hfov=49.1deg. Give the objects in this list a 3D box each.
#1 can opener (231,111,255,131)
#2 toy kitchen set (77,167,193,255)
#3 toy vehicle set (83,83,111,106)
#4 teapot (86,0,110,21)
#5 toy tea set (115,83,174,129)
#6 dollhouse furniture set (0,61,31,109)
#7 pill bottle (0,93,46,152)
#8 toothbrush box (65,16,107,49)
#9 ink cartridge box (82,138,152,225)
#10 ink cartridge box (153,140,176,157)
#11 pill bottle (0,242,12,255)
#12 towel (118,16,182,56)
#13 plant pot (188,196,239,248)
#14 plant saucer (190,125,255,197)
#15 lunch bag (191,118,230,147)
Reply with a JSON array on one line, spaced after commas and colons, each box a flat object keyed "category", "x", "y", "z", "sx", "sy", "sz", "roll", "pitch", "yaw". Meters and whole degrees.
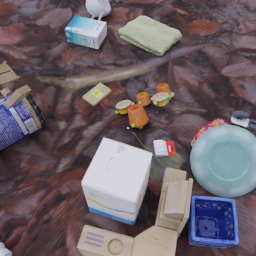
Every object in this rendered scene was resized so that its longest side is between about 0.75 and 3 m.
[{"category": "can opener", "x": 4.745, "y": -0.203, "z": 10.601, "sx": 1.639, "sy": 0.548, "sz": 0.437, "roll": 19, "pitch": 58, "yaw": 13}, {"category": "toy kitchen set", "x": 0.272, "y": 2.223, "z": 7.850, "sx": 2.609, "sy": 2.359, "sz": 2.892, "roll": 12, "pitch": 57, "yaw": 8}, {"category": "toy vehicle set", "x": -1.283, "y": -1.405, "z": 11.668, "sx": 0.648, "sy": 0.138, "sz": 1.043, "roll": 36, "pitch": 63, "yaw": 22}, {"category": "teapot", "x": -1.660, "y": -6.247, "z": 14.436, "sx": 1.053, "sy": 1.422, "sz": 1.441, "roll": -23, "pitch": 24, "yaw": 31}, {"category": "toy tea set", "x": 0.841, "y": -0.817, "z": 11.022, "sx": 2.539, "sy": 0.940, "sz": 1.510, "roll": -26, "pitch": 30, "yaw": -13}, {"category": "dollhouse furniture set", "x": -3.821, "y": -1.428, "z": 8.028, "sx": 1.739, "sy": 0.770, "sz": 0.901, "roll": 51, "pitch": 30, "yaw": -8}, {"category": "pill bottle", "x": -4.517, "y": -0.062, "z": 9.865, "sx": 2.858, "sy": 1.598, "sz": 1.598, "roll": -33, "pitch": 62, "yaw": -21}, {"category": "toothbrush box", "x": -2.004, "y": -4.630, "z": 13.507, "sx": 1.681, "sy": 0.717, "sz": 1.231, "roll": 14, "pitch": 57, "yaw": 10}, {"category": "ink cartridge box", "x": -0.270, "y": 1.655, "z": 8.363, "sx": 1.553, "sy": 2.147, "sz": 1.580, "roll": 16, "pitch": 57, "yaw": 11}, {"category": "ink cartridge box", "x": 1.334, "y": 0.723, "z": 10.202, "sx": 0.756, "sy": 0.216, "sz": 0.614, "roll": -7, "pitch": 56, "yaw": 1}, {"category": "pill bottle", "x": -4.028, "y": 3.490, "z": 7.970, "sx": 1.311, "sy": 0.748, "sz": 0.748, "roll": 24, "pitch": 59, "yaw": 16}, {"category": "towel", "x": 1.052, "y": -4.556, "z": 13.603, "sx": 2.668, "sy": 0.487, "sz": 1.979, "roll": 34, "pitch": 63, "yaw": 21}, {"category": "plant pot", "x": 2.387, "y": 2.811, "z": 8.186, "sx": 1.285, "sy": 1.155, "sz": 1.285, "roll": 5, "pitch": 57, "yaw": 4}, {"category": "plant saucer", "x": 3.227, "y": 1.069, "z": 9.075, "sx": 2.388, "sy": 0.460, "sz": 2.388, "roll": -1, "pitch": 86, "yaw": 14}, {"category": "lunch bag", "x": 3.257, "y": 0.521, "z": 9.974, "sx": 1.655, "sy": 0.678, "sz": 1.458, "roll": -31, "pitch": 61, "yaw": -29}]
